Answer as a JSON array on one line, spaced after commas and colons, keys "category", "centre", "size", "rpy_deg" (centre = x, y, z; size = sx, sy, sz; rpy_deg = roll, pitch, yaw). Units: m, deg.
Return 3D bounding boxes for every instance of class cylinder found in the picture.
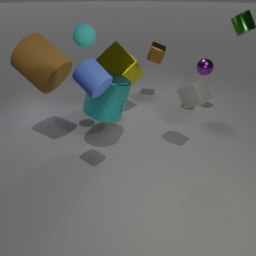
[{"category": "cylinder", "centre": [-0.851, -1.198, 6.738], "size": [0.700, 0.700, 0.700], "rpy_deg": [46, 41, 6]}, {"category": "cylinder", "centre": [4.288, -3.885, 10.400], "size": [0.700, 0.700, 0.700], "rpy_deg": [-24, 7, 3]}, {"category": "cylinder", "centre": [-2.779, -2.078, 9.082], "size": [1.400, 1.400, 1.400], "rpy_deg": [41, 36, 1]}, {"category": "cylinder", "centre": [-0.727, -1.099, 9.539], "size": [1.400, 1.400, 1.400], "rpy_deg": [15, 24, -7]}]

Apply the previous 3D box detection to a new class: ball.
[{"category": "ball", "centre": [-1.342, -2.826, 8.574], "size": [0.700, 0.700, 0.700], "rpy_deg": [0, 28, 0]}, {"category": "ball", "centre": [3.220, -2.548, 11.711], "size": [0.700, 0.700, 0.700], "rpy_deg": [0, 28, 0]}]

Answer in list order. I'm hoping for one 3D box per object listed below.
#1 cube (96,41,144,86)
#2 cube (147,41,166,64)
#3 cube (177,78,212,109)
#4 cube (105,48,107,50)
[{"category": "cube", "centre": [-0.402, -2.507, 11.948], "size": [1.400, 1.400, 1.400], "rpy_deg": [47, 3, 19]}, {"category": "cube", "centre": [1.372, -3.622, 13.504], "size": [0.700, 0.700, 0.700], "rpy_deg": [20, 40, -4]}, {"category": "cube", "centre": [2.140, -1.102, 9.019], "size": [0.700, 0.700, 0.700], "rpy_deg": [-14, 13, 47]}, {"category": "cube", "centre": [-0.598, -3.481, 13.410], "size": [0.700, 0.700, 0.700], "rpy_deg": [-27, 46, -15]}]
